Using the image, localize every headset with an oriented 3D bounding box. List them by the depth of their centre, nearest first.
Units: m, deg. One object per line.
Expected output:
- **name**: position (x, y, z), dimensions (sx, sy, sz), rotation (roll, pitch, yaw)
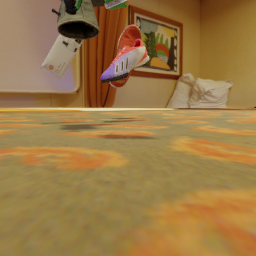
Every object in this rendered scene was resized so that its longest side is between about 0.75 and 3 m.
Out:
- **headset**: position (-1.325, -2.744, 6.220), dimensions (0.364, 0.774, 0.478), rotation (32, -23, 10)

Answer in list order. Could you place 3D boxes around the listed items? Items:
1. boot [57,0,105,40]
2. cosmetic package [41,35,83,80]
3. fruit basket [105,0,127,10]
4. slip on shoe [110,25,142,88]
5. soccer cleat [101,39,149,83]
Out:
- **boot**: position (-1.027, -3.252, 7.649), dimensions (1.934, 0.772, 2.127), rotation (-10, 45, -11)
- **cosmetic package**: position (-2.135, -2.650, 9.438), dimensions (0.781, 1.892, 0.479), rotation (29, -8, -19)
- **fruit basket**: position (0.012, -2.737, 5.153), dimensions (1.136, 1.052, 0.532), rotation (-24, -36, 16)
- **slip on shoe**: position (-0.033, -3.146, 12.067), dimensions (1.090, 2.943, 0.901), rotation (21, -12, -12)
- **soccer cleat**: position (-0.176, -2.470, 10.382), dimensions (0.892, 0.957, 2.615), rotation (4, 33, 42)
